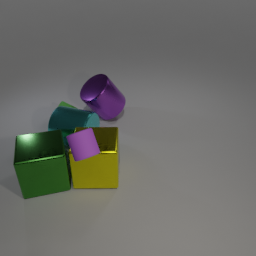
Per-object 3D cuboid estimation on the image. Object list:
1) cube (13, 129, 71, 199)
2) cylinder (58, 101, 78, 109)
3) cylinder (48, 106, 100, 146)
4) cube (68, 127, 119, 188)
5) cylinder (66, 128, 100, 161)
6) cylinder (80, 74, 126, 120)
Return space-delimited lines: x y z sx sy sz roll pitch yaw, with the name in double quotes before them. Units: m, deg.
"cube" -2.593 1.068 8.566 1.400 1.400 1.400 -9 35 -13
"cylinder" -2.543 -0.653 11.556 0.700 0.700 0.700 26 25 -25
"cylinder" -1.933 -0.007 10.169 1.400 1.400 1.400 11 35 16
"cube" -0.993 0.905 8.767 1.400 1.400 1.400 0 32 -1
"cylinder" -1.173 0.436 7.356 0.700 0.700 0.700 -19 1 0
"cylinder" -1.030 -1.274 11.617 1.400 1.400 1.400 -19 49 24
